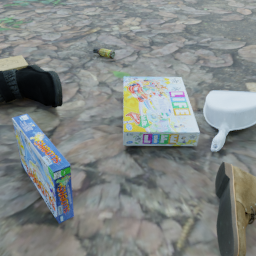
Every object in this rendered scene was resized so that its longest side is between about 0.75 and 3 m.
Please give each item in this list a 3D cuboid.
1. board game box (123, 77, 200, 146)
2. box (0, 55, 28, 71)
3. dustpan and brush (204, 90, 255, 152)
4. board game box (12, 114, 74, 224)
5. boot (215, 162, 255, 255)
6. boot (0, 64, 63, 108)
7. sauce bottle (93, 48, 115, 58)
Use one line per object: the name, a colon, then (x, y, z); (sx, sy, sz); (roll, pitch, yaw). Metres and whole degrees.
board game box: (0.831, -0.617, 8.350); (1.961, 0.499, 2.917); (0, 39, -2)
box: (-5.026, -2.634, 11.679); (1.487, 0.158, 1.215); (-19, 40, -25)
dustpan and brush: (2.889, -0.260, 8.095); (1.915, 0.785, 2.744); (8, 29, 32)
board game box: (-1.819, 0.792, 5.945); (0.361, 1.417, 2.093); (-21, 40, -32)
boot: (2.224, 1.588, 5.447); (0.885, 0.864, 2.347); (18, 37, 6)
boot: (-3.526, -1.186, 8.830); (2.207, 1.111, 2.952); (-18, 29, -33)
sauce bottle: (-1.090, -3.373, 12.543); (1.041, 0.337, 0.337); (17, 39, 24)
